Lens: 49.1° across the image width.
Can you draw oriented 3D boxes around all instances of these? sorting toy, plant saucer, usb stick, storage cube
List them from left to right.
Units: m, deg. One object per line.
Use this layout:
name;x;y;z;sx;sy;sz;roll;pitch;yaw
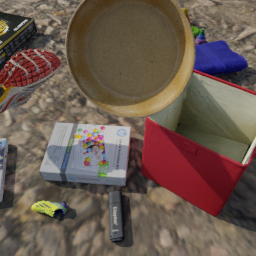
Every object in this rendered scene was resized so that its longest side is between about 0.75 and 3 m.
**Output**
usb stick;-0.280;2.057;6.625;0.346;0.203;1.247;-3;49;-3
plant saucer;0.029;-1.270;4.816;2.224;2.224;0.394;12;26;10
sorting toy;2.725;-4.437;11.962;0.739;0.734;2.130;-15;50;-13
storage cube;1.820;0.342;6.766;2.512;2.258;2.147;27;54;21

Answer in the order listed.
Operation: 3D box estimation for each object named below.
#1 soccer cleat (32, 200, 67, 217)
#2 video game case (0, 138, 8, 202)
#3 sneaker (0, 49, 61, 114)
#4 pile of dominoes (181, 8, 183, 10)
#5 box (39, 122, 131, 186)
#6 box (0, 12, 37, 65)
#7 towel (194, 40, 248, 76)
soccer cleat;-1.883;1.937;6.680;0.857;0.277;0.358;-1;48;-2
video game case;-4.322;1.222;7.337;2.124;0.244;1.935;-9;50;-7
sneaker;-2.656;-1.100;6.816;2.296;0.943;0.894;-29;76;1
pile of dominoes;2.144;-5.668;13.487;0.709;0.145;0.910;-33;48;-24
box;-1.081;0.668;7.683;2.205;0.454;1.719;5;49;3
box;-5.453;-3.698;11.347;2.266;0.700;2.838;15;51;15
towel;2.769;-2.446;10.353;2.581;0.639;1.906;-11;43;-9
